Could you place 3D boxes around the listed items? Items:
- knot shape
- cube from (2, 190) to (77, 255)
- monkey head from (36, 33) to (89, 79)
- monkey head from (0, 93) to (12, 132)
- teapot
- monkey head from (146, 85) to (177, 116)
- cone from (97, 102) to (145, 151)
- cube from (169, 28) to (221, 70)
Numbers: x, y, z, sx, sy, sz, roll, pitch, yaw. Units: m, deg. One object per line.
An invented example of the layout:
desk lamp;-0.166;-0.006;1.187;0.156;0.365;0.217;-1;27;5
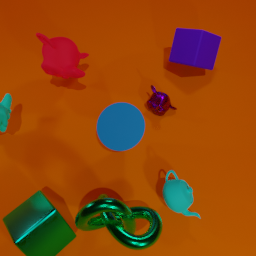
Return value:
knot shape;-0.297;1.822;5.660;1.716;1.606;0.793;2;71;50
cube;-1.857;2.100;5.899;0.955;0.955;0.955;-38;34;-22
monkey head;-1.689;-1.929;7.712;1.326;1.842;1.110;16;95;34
monkey head;-3.442;-0.435;7.020;0.932;1.546;1.112;16;58;-24
teapot;1.205;1.542;6.367;0.607;0.771;1.241;-31;81;26
monkey head;0.963;-0.722;8.040;1.080;0.777;0.651;41;82;-16
cone;-0.072;0.052;6.983;1.140;1.144;1.140;-2;80;10
cube;2.032;-2.399;8.536;1.013;1.013;1.013;-1;19;-42
